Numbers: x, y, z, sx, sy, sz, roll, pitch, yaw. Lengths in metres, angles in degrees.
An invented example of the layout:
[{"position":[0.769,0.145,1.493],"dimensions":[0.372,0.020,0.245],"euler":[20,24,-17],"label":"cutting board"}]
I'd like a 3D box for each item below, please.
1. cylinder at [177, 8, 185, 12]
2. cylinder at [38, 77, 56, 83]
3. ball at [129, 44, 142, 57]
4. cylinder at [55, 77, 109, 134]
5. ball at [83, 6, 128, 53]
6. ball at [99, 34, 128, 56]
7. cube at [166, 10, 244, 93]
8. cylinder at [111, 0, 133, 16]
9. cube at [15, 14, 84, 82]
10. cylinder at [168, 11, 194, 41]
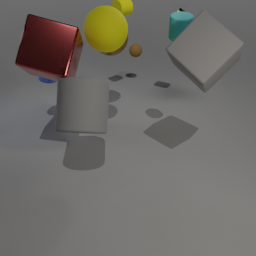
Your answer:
[{"position":[2.271,-4.555,11.829],"dimensions":[0.700,0.700,0.700],"euler":[37,37,0],"label":"cylinder"},{"position":[-3.005,-2.137,10.542],"dimensions":[0.700,0.700,0.700],"euler":[10,31,-6],"label":"cylinder"},{"position":[0.405,-4.105,14.855],"dimensions":[0.700,0.700,0.700],"euler":[0,31,0],"label":"ball"},{"position":[-1.248,-0.565,7.699],"dimensions":[1.400,1.400,1.400],"euler":[2,-2,0],"label":"cylinder"},{"position":[-0.702,-3.113,8.863],"dimensions":[1.400,1.400,1.400],"euler":[0,31,0],"label":"ball"},{"position":[-0.690,-3.541,10.933],"dimensions":[1.400,1.400,1.400],"euler":[0,31,0],"label":"ball"},{"position":[2.117,-2.044,7.766],"dimensions":[1.400,1.400,1.400],"euler":[47,11,14],"label":"cube"},{"position":[-0.256,-5.280,12.268],"dimensions":[0.700,0.700,0.700],"euler":[-27,40,-38],"label":"cylinder"},{"position":[-2.176,-2.168,8.039],"dimensions":[1.400,1.400,1.400],"euler":[14,-1,-4],"label":"cube"},{"position":[1.611,-3.092,8.573],"dimensions":[0.700,0.700,0.700],"euler":[-1,43,1],"label":"cylinder"}]
